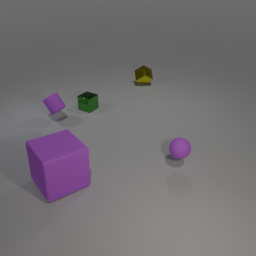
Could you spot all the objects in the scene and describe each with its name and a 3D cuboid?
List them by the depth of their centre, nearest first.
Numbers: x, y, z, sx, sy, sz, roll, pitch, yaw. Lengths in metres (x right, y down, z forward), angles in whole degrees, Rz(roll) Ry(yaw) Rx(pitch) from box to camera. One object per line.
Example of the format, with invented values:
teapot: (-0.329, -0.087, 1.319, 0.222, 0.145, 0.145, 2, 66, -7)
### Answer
cube: (-2.107, 1.085, 8.507, 1.400, 1.400, 1.400, -18, 35, -32)
ball: (1.687, 0.653, 9.076, 0.700, 0.700, 0.700, 0, 31, 0)
cylinder: (-3.133, -1.034, 11.925, 0.700, 0.700, 0.700, -33, 5, 3)
cube: (-1.868, -1.220, 13.135, 0.700, 0.700, 0.700, 18, 35, 27)
cube: (0.875, -2.930, 15.533, 0.700, 0.700, 0.700, -23, -28, 39)
